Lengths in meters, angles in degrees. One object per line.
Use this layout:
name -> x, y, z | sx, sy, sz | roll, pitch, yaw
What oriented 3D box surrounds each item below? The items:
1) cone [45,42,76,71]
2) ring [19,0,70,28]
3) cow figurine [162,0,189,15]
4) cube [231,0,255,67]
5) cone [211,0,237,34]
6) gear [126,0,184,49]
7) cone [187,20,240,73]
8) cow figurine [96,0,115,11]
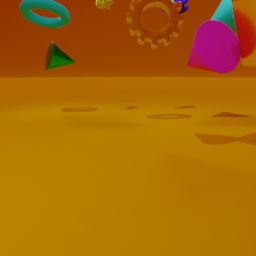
cone -> -2.538, -2.665, 10.924 | 1.107, 1.103, 1.103 | 8, 6, -29
ring -> -2.988, -4.127, 10.118 | 1.762, 0.352, 1.762 | 5, -6, 1
cow figurine -> 1.742, -4.642, 10.670 | 1.125, 0.627, 1.143 | -34, -19, 3
cube -> 2.990, -2.032, 5.134 | 1.391, 1.391, 1.391 | -38, 33, -22
cone -> 2.957, -3.350, 8.695 | 1.460, 1.455, 1.455 | -30, 22, -18
gear -> 0.819, -3.305, 8.487 | 1.698, 1.698, 0.314 | 0, -2, 1
cone -> 1.583, -1.528, 6.007 | 1.097, 1.097, 1.101 | -5, -7, -23
cow figurine -> -0.863, -4.678, 10.383 | 1.047, 0.575, 1.030 | -54, 8, -28
